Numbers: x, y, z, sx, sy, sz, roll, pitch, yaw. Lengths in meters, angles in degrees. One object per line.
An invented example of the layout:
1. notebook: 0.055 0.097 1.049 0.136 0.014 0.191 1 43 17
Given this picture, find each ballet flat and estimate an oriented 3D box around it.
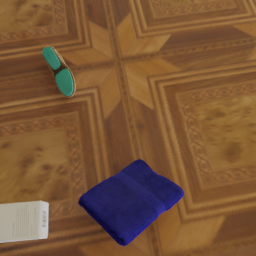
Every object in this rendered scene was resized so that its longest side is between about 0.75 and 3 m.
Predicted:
1. ballet flat: -1.986 -1.690 8.484 0.620 0.574 1.757 -28 81 11

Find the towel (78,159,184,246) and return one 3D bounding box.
1. towel: 0.110 1.672 6.591 1.575 0.528 2.132 33 40 31

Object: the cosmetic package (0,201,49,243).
1. cosmetic package: -2.919 2.329 6.871 1.777 0.658 0.903 -4 69 1
